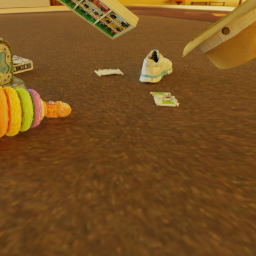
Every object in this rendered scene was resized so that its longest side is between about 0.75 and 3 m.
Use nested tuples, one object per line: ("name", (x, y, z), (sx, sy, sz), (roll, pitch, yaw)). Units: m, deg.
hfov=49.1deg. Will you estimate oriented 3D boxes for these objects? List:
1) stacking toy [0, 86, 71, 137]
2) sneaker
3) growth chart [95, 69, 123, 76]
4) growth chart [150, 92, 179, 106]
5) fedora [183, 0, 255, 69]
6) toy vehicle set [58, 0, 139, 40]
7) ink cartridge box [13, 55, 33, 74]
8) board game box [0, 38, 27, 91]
("stacking toy", (-2.766, -0.446, 7.158), (2.885, 1.583, 1.674), (-6, 24, -37))
("sneaker", (1.233, -2.673, 11.396), (0.945, 1.092, 2.521), (9, 28, 19))
("growth chart", (-0.814, -2.364, 11.842), (1.112, 0.099, 0.805), (-7, 28, -12))
("growth chart", (1.215, -0.947, 9.205), (0.799, 0.098, 1.104), (-2, 29, -6))
("fedora", (2.487, -2.082, 6.196), (2.609, 1.064, 2.609), (-36, 9, 6))
("toy vehicle set", (-1.151, -4.089, 9.402), (2.704, 0.358, 1.680), (29, -13, -26))
("ink cartridge box", (-5.632, -2.673, 12.039), (2.164, 0.474, 2.184), (22, 37, 34))
("board game box", (-3.989, -1.562, 8.251), (2.733, 2.735, 0.843), (28, 37, 18))
